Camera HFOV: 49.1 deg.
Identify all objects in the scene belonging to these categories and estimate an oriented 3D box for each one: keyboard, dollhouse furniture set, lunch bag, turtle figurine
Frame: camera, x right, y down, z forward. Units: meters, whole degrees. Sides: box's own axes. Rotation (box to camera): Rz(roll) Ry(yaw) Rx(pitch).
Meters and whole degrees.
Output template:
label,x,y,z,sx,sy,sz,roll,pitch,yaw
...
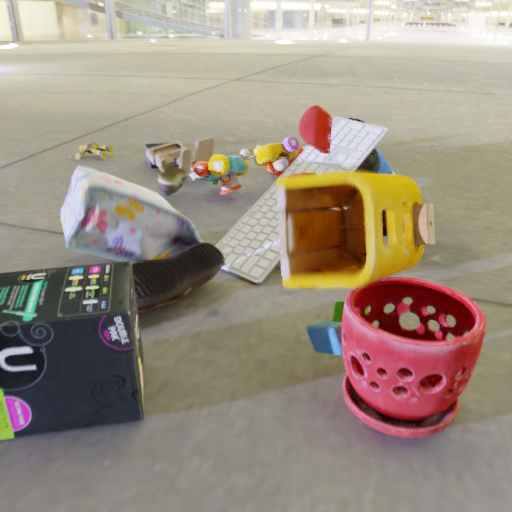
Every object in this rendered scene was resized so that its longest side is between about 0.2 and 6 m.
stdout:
label,x,y,z,sx,sy,sz,roll,pitch,yaw
keyboard,0.876,-1.230,10.623,1.262,0.239,4.482,19,56,37
dollhouse furniture set,-1.950,-2.746,14.134,1.226,1.051,1.290,-22,54,-27
lunch bag,-2.153,-0.544,9.698,2.171,1.380,1.841,15,11,-28
turtle figurine,-4.616,-3.045,15.973,1.046,0.418,1.297,11,28,21

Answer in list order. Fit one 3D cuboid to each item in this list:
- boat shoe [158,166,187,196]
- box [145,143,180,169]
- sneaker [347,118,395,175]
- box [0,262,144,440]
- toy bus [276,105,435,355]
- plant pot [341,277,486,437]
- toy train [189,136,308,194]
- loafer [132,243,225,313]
label,x,y,z,sx,sy,sz,roll,pitch,yaw
boat shoe,-1.920,-1.678,12.589,0.537,0.493,1.502,16,17,-2
box,-2.560,-2.753,15.315,0.819,0.468,0.900,-6,27,-17
sneaker,1.969,-2.518,13.017,1.313,1.903,3.420,-37,32,8
box,-2.386,1.065,6.454,2.058,1.528,1.279,-5,27,-10
toy bus,1.450,-0.373,7.042,1.462,2.669,2.829,-1,51,35
plant pot,1.731,1.156,6.440,1.522,1.386,1.522,0,27,0
toy train,0.023,-2.042,13.554,3.135,0.872,2.355,-15,-1,-9
loafer,-1.388,0.469,8.705,2.076,0.737,0.758,-19,59,-36
